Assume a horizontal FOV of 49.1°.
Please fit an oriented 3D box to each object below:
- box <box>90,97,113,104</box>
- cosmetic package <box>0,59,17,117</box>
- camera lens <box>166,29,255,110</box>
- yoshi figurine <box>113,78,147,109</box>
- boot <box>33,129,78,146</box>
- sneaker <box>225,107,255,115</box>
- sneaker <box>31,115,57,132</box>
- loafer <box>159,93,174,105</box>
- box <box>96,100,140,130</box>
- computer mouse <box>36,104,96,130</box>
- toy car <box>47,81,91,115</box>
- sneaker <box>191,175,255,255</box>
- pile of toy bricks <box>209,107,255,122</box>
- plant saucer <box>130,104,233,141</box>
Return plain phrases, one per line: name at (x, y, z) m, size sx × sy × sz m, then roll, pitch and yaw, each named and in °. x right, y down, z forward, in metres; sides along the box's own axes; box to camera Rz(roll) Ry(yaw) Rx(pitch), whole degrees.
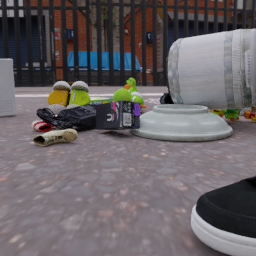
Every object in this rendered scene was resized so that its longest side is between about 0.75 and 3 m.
box at (-1.852, -1.151, 13.454) m, size 2.475 × 0.599 × 1.452 m, roll -7°, pitch 13°, yaw -40°
cosmetic package at (-5.747, -1.557, 10.982) m, size 2.231 × 2.238 × 1.376 m, roll -7°, pitch 12°, yaw -36°
camera lens at (2.840, -1.776, 8.904) m, size 2.976 × 2.381 × 2.381 m, roll 0°, pitch 9°, yaw 27°
yoshi figurine at (-0.111, -1.421, 12.907) m, size 1.551 × 1.557 × 2.771 m, roll -16°, pitch 14°, yaw -4°
boot at (-1.700, 0.232, 6.582) m, size 0.882 × 0.318 × 0.682 m, roll -2°, pitch 8°, yaw 23°
sneaker at (4.781, -0.792, 11.769) m, size 1.564 × 0.609 × 0.777 m, roll 12°, pitch 6°, yaw 12°
sneaker at (-2.297, -0.081, 8.392) m, size 1.018 × 0.399 × 0.588 m, roll -25°, pitch 33°, yaw -39°
loafer at (1.961, -1.176, 11.978) m, size 0.998 × 0.966 × 2.844 m, roll 29°, pitch 4°, yaw -20°
box at (-0.301, -0.323, 7.694) m, size 0.638 × 0.735 × 1.202 m, roll 4°, pitch -6°, yaw -41°
computer mouse at (-1.530, -0.268, 8.528) m, size 1.509 × 0.574 × 2.179 m, roll 24°, pitch 26°, yaw 37°
toy car at (-2.278, -1.003, 11.235) m, size 1.700 × 1.488 × 1.275 m, roll 1°, pitch -26°, yaw 8°
sneaker at (2.067, 0.245, 2.735) m, size 2.960 × 1.656 × 1.081 m, roll -1°, pitch 10°, yaw -7°
pile of toy bricks at (3.691, -0.547, 9.803) m, size 1.783 × 0.989 × 0.880 m, roll 17°, pitch 50°, yaw 29°
plant saucer at (1.508, -0.261, 8.141) m, size 2.917 × 0.732 × 2.917 m, roll -1°, pitch 11°, yaw 0°
